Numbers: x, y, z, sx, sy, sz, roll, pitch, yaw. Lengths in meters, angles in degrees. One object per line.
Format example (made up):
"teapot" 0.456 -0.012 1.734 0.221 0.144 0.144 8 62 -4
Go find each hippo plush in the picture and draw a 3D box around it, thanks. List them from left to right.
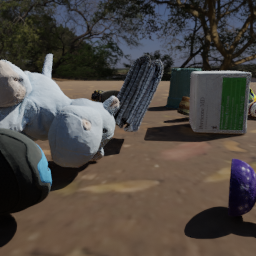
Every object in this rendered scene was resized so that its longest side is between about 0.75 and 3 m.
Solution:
"hippo plush" -1.414 0.045 5.190 2.119 2.099 2.636 27 17 0

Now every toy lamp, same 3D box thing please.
"toy lamp" 2.487 0.825 2.879 2.718 0.791 0.791 2 12 24

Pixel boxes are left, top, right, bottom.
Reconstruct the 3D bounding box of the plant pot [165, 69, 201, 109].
"plant pot" 2.774 -1.928 13.491 1.883 1.845 1.883 1 11 0

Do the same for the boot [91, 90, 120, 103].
"boot" -0.918 -1.288 12.610 1.896 0.922 2.519 10 12 37

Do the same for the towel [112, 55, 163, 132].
"towel" 0.146 -0.786 6.775 0.754 1.763 1.459 25 -1 -4

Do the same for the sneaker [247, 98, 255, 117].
"sneaker" 5.288 -0.913 11.030 0.997 0.829 2.213 16 18 36

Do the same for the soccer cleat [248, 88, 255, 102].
"soccer cleat" 5.408 -1.328 12.451 0.825 1.067 2.552 7 13 29

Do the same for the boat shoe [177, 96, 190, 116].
"boat shoe" 2.641 -0.859 10.323 1.994 0.737 0.755 -5 17 -42

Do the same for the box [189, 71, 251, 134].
"box" 2.653 -0.831 8.393 1.479 1.718 1.726 2 12 8

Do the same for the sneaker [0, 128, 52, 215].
"sneaker" -2.203 0.690 3.126 2.853 1.045 1.169 -7 12 20
